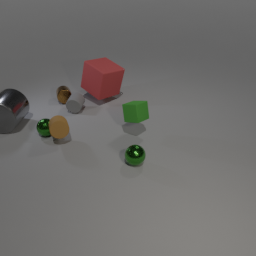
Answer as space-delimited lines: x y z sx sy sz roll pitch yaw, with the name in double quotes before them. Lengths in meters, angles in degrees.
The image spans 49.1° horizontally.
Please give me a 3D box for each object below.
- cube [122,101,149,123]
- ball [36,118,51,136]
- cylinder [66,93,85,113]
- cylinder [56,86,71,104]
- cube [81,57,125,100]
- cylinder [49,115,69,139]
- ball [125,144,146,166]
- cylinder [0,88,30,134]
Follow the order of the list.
"cube" 0.296 -0.621 10.581 0.700 0.700 0.700 5 20 40
"ball" -3.202 -0.026 10.916 0.700 0.700 0.700 0 30 0
"cylinder" -2.375 -1.143 12.675 0.700 0.700 0.700 4 35 6
"cylinder" -3.103 -1.626 13.580 0.700 0.700 0.700 -9 27 -15
"cube" -1.228 -2.389 13.417 1.400 1.400 1.400 37 39 28
"cylinder" -2.550 -0.043 10.336 0.700 0.700 0.700 -9 21 -15
"ball" 0.240 0.899 9.320 0.700 0.700 0.700 0 30 0
"cylinder" -4.931 -0.704 11.358 1.400 1.400 1.400 2 30 4
